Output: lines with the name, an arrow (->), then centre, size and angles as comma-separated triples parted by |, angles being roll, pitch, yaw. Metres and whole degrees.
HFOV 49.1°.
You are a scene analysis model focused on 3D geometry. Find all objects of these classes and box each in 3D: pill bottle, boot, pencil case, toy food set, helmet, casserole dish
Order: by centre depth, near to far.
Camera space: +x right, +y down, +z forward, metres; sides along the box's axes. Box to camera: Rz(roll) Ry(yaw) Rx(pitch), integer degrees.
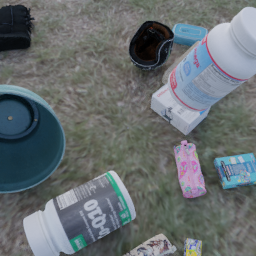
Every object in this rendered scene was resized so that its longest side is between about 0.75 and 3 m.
pill bottle -> 2.165, -1.519, 6.672 | 1.396, 2.568, 1.396 | 11, 62, -21
pencil case -> 0.467, 3.124, 6.831 | 1.385, 0.539, 0.619 | -25, 28, -15
pill bottle -> -1.170, 2.191, 6.967 | 2.454, 1.388, 1.388 | -25, 60, -15
pencil case -> 1.758, 1.183, 8.046 | 0.696, 0.696, 1.591 | -3, 58, -2
helmet -> 0.823, -2.912, 10.224 | 1.635, 1.559, 1.635 | 14, 45, -15
toy food set -> 2.629, -2.034, 10.255 | 1.680, 0.707, 2.341 | 39, 73, 22
boot -> -5.114, -4.135, 11.391 | 2.542, 0.941, 2.083 | -6, 59, -12
casserole dish -> 2.548, -3.881, 11.588 | 1.759, 0.341, 1.065 | 14, 58, 10

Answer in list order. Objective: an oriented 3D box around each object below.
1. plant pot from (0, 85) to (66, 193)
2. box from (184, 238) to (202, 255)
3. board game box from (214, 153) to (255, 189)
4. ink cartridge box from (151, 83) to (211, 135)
plant pot -> -3.324, 0.041, 7.787 | 2.930, 2.930, 1.963 | -16, 31, -10
box -> 1.555, 3.324, 6.837 | 0.387, 0.355, 1.106 | 9, 58, 6
board game box -> 3.246, 1.253, 8.241 | 1.169, 0.274, 0.883 | -8, 57, -5
ink cartridge box -> 1.722, -0.727, 9.293 | 1.172, 0.687, 1.600 | -39, 64, -23
